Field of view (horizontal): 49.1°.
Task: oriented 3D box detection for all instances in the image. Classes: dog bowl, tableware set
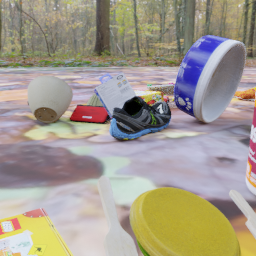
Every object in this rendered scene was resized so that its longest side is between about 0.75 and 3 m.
[{"bbox_3d":[2.552,-1.491,8.660,1.001,2.541,2.541,30,30,34],"label":"dog bowl"},{"bbox_3d":[1.064,1.172,1.903,2.729,0.419,1.838,10,25,-17],"label":"tableware set"}]

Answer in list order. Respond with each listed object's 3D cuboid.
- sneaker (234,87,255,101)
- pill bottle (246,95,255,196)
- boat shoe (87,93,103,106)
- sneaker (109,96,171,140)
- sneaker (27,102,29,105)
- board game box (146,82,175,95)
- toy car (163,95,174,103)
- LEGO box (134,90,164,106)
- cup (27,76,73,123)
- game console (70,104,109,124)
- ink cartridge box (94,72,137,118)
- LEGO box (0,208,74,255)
[{"bbox_3d":[5.754,-1.594,12.950,0.680,0.719,1.864,-12,17,-35],"label":"sneaker"},{"bbox_3d":[2.547,-0.146,4.049,1.373,2.431,1.373,0,15,0],"label":"pill bottle"},{"bbox_3d":[-0.718,-0.852,10.113,0.743,0.812,2.174,30,-18,-34],"label":"boat shoe"},{"bbox_3d":[0.456,-0.403,7.714,0.869,1.016,2.452,16,23,37],"label":"sneaker"},{"bbox_3d":[-3.238,-0.876,10.409,1.693,0.662,0.654,9,26,35],"label":"sneaker"},{"bbox_3d":[1.547,-1.622,11.666,1.196,0.155,1.196,1,-10,32],"label":"board game box"},{"bbox_3d":[1.781,-1.436,13.101,1.388,0.310,1.307,-9,17,-31],"label":"toy car"},{"bbox_3d":[0.428,-1.083,11.086,1.259,0.652,1.690,12,19,37],"label":"LEGO box"},{"bbox_3d":[-2.528,-0.773,8.879,1.447,1.447,1.035,-1,49,-2],"label":"cup"},{"bbox_3d":[-1.126,-0.360,9.417,1.270,0.754,1.094,5,47,18],"label":"game console"},{"bbox_3d":[-0.348,-0.995,8.523,1.007,1.476,0.563,-32,4,-11],"label":"ink cartridge box"},{"bbox_3d":[-0.944,1.338,1.992,1.194,0.619,1.603,-9,17,-30],"label":"LEGO box"}]
